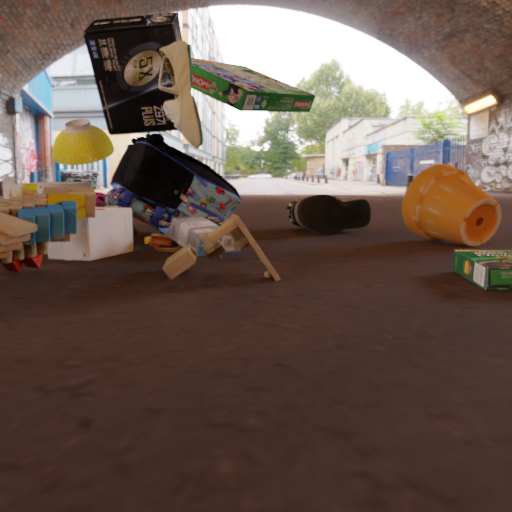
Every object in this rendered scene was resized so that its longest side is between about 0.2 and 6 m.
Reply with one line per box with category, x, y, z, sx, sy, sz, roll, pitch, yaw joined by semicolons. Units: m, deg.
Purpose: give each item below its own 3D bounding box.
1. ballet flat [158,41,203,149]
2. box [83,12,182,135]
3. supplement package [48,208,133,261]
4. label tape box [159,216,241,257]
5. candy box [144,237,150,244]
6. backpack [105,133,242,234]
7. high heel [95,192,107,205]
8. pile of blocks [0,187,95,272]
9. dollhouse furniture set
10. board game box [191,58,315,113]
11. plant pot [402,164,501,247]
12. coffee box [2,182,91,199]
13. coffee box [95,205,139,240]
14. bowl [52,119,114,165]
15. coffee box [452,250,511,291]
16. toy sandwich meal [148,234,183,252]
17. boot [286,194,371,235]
ballet flat;-1.209;-2.475;8.671;0.600;1.728;0.600;-8;-8;-1
box;-1.957;-3.106;9.664;1.486;1.815;0.782;-3;36;2
supplement package;-2.949;-0.423;10.060;0.865;0.854;1.427;3;8;18
label tape box;-1.063;-0.476;10.669;1.001;0.462;1.397;-7;28;-39
candy box;-1.647;-0.321;11.818;1.287;0.170;0.658;4;11;29
backpack;-1.957;-1.489;13.682;2.933;1.973;2.678;27;-2;-23
high heel;-3.985;-1.204;14.718;1.405;0.986;2.929;-9;12;8
pile of blocks;-3.413;-0.134;7.789;1.414;1.071;3.446;18;24;27
dollhouse furniture set;-0.510;0.175;8.053;1.255;1.022;1.193;-35;9;0
board game box;-0.278;-3.621;11.902;2.046;0.443;3.041;29;25;22
plant pot;4.220;-0.944;11.845;1.658;1.658;1.518;-3;25;-23
coffee box;-4.385;-0.907;11.881;1.285;1.297;1.299;4;11;29
coffee box;-3.405;-0.753;12.543;1.415;0.870;0.311;4;48;32
bowl;-3.424;-2.288;10.938;1.198;0.645;1.198;-2;32;1
coffee box;3.334;0.173;7.596;0.951;0.340;1.547;1;8;6
toy sandwich meal;-1.632;-0.270;10.920;0.916;0.314;0.916;0;8;0
boot;1.424;-1.067;14.593;2.714;0.980;2.050;-4;5;-42
